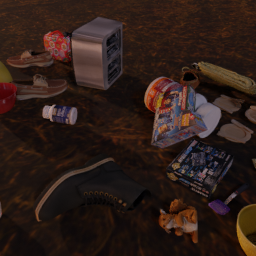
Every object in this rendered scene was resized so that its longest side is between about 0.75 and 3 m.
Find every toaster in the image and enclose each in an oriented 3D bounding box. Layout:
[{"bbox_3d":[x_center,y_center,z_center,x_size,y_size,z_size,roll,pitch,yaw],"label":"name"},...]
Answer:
[{"bbox_3d":[-1.378,-3.348,12.628,1.690,2.576,2.849,14,39,18],"label":"toaster"}]

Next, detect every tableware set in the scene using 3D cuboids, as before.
[{"bbox_3d":[3.973,-0.472,10.689,2.788,0.323,2.329,-28,45,-33],"label":"tableware set"}]

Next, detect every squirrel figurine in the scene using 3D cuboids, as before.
[{"bbox_3d":[1.243,2.241,6.937,0.919,0.697,0.984,-2,21,14],"label":"squirrel figurine"}]

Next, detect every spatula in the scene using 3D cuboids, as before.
[{"bbox_3d":[2.853,1.894,7.669,1.601,0.165,0.452,-25,47,-30],"label":"spatula"}]

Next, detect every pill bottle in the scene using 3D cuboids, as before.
[{"bbox_3d":[1.932,-0.771,10.173,1.410,1.410,2.573,-27,46,-31],"label":"pill bottle"},{"bbox_3d":[-2.466,-0.505,10.152,1.123,0.623,0.623,8,38,5],"label":"pill bottle"}]

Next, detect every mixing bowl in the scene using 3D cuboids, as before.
[{"bbox_3d":[-5.106,-1.092,11.094,1.530,0.828,1.530,-1,36,0],"label":"mixing bowl"}]

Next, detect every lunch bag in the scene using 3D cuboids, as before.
[{"bbox_3d":[-3.695,-4.411,14.915,1.749,1.540,0.716,20,41,24],"label":"lunch bag"}]

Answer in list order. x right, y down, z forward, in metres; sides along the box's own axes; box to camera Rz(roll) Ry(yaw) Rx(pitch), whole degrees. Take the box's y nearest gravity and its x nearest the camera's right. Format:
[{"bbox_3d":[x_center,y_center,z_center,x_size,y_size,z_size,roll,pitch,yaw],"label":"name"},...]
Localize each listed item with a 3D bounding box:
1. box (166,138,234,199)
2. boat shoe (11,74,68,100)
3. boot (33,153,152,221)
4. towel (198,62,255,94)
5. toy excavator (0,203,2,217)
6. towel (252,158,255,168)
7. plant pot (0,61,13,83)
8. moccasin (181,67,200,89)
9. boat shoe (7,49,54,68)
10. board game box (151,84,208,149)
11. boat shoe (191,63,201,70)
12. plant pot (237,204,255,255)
[{"bbox_3d":[2.187,1.147,8.453,1.411,0.408,1.775,24,43,28],"label":"box"},{"bbox_3d":[-3.808,-1.824,12.035,2.400,0.861,0.909,-12,39,-16],"label":"boat shoe"},{"bbox_3d":[-0.826,1.806,7.174,1.842,1.032,2.663,32,48,28],"label":"boot"},{"bbox_3d":[4.283,-2.115,12.045,2.508,0.458,1.861,29,11,28],"label":"towel"},{"bbox_3d":[-4.650,1.989,6.930,2.177,1.118,2.239,29,37,32],"label":"toy excavator"},{"bbox_3d":[4.473,1.219,8.529,1.169,0.213,0.867,-1,38,-1],"label":"towel"},{"bbox_3d":[-5.573,-2.004,12.005,1.053,1.483,1.483,38,45,2],"label":"plant pot"},{"bbox_3d":[2.750,-2.227,12.527,0.812,0.857,2.220,15,34,24],"label":"moccasin"},{"bbox_3d":[-5.081,-3.685,14.536,2.330,0.836,0.882,-4,37,-6],"label":"boat shoe"},{"bbox_3d":[1.645,-0.351,8.798,1.831,0.565,1.832,-11,63,51],"label":"board game box"},{"bbox_3d":[3.532,-3.092,14.245,0.251,0.279,0.788,-21,34,-26],"label":"boat shoe"},{"bbox_3d":[3.012,2.487,6.283,1.237,0.878,1.237,-1,36,0],"label":"plant pot"}]
